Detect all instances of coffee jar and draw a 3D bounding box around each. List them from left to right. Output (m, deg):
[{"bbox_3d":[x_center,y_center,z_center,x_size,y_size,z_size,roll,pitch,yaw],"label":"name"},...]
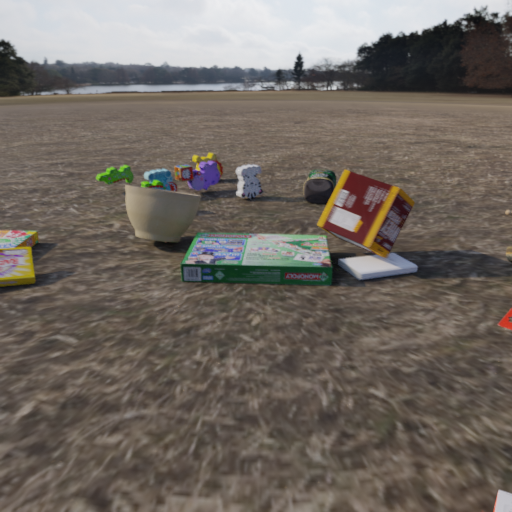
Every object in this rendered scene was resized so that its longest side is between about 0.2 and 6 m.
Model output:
[{"bbox_3d":[1.775,-1.935,15.560,0.837,0.685,1.605,3,21,9],"label":"coffee jar"}]

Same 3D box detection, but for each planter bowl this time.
[{"bbox_3d":[-1.990,-0.854,11.712,1.562,1.051,1.562,8,7,-1],"label":"planter bowl"}]

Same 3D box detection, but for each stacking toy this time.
[{"bbox_3d":[-2.133,-2.083,15.861,3.972,0.933,2.995,-14,22,-28],"label":"stacking toy"}]

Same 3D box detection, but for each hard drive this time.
[{"bbox_3d":[2.261,0.189,10.465,1.208,0.161,0.797,-6,21,-20],"label":"hard drive"}]

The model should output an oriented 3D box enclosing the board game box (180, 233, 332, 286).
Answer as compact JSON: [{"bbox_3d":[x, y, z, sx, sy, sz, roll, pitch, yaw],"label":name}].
[{"bbox_3d":[0.055,0.020,10.597,2.656,0.387,1.787,1,19,4],"label":"board game box"}]

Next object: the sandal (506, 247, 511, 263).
[{"bbox_3d":[5.021,0.300,9.508,1.117,0.751,2.781,7,6,4],"label":"sandal"}]

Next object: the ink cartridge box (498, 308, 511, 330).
[{"bbox_3d":[4.210,0.944,8.273,0.994,0.249,0.806,18,26,35],"label":"ink cartridge box"}]

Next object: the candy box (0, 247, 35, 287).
[{"bbox_3d":[-4.732,0.217,9.741,1.597,0.211,0.816,-5,47,-25],"label":"candy box"}]

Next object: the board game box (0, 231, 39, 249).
[{"bbox_3d":[-5.256,-0.023,10.883,1.110,0.348,2.324,1,23,3],"label":"board game box"}]

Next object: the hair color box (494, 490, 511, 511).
[{"bbox_3d":[2.081,2.332,4.323,0.554,0.319,0.999,11,21,26],"label":"hair color box"}]

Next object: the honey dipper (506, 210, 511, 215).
[{"bbox_3d":[6.792,-1.049,13.884,1.116,0.212,0.212,2,20,16],"label":"honey dipper"}]

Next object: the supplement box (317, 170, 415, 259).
[{"bbox_3d":[2.077,-0.798,10.619,1.237,1.220,0.821,28,2,38],"label":"supplement box"}]
